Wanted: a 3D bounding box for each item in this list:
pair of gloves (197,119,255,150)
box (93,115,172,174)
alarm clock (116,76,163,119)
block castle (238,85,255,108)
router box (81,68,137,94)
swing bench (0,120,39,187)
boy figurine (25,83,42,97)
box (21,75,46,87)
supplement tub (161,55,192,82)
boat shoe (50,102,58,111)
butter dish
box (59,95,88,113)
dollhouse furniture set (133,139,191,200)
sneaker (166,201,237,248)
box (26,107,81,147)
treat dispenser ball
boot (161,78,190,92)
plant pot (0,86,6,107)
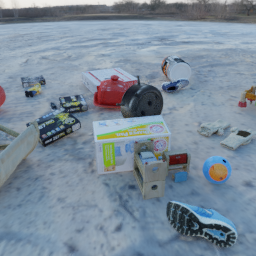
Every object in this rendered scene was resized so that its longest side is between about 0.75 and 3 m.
[{"bbox_3d":[3.851,0.133,11.027,1.648,0.340,1.939,-17,31,-30],"label":"pair of gloves"},{"bbox_3d":[0.104,0.510,9.066,2.361,1.328,1.196,-5,33,-8],"label":"box"},{"bbox_3d":[0.677,-0.667,9.990,0.753,2.263,1.526,29,81,47],"label":"alarm clock"},{"bbox_3d":[6.355,-1.173,12.914,2.102,0.986,1.405,22,38,40],"label":"block castle"},{"bbox_3d":[-1.103,-2.701,16.160,2.482,0.675,2.765,-12,29,-22],"label":"router box"},{"bbox_3d":[-4.313,0.844,8.313,2.557,1.659,2.543,9,28,7],"label":"swing bench"},{"bbox_3d":[-5.050,-2.053,15.219,0.806,0.418,1.297,3,29,11],"label":"boy figurine"},{"bbox_3d":[-5.699,-2.825,16.802,1.323,0.320,1.048,-12,29,-22],"label":"box"},{"bbox_3d":[2.884,-3.646,17.235,1.408,1.408,2.297,-4,26,-8],"label":"supplement tub"},{"bbox_3d":[-3.536,-1.021,13.341,0.289,0.273,0.804,-14,30,-25],"label":"boat shoe"},{"bbox_3d":[-0.679,-1.864,13.598,1.935,1.430,1.930,2,27,-6],"label":"butter dish"},{"bbox_3d":[-2.646,-1.162,13.506,1.190,0.362,1.476,-8,27,-16],"label":"box"},{"bbox_3d":[1.137,1.092,8.162,1.730,1.213,1.220,-6,29,-12],"label":"dollhouse furniture set"},{"bbox_3d":[1.755,2.246,6.792,1.745,0.684,0.785,20,15,25],"label":"sneaker"},{"bbox_3d":[-2.895,-0.075,10.968,1.674,0.411,1.349,-30,45,-30],"label":"box"},{"bbox_3d":[2.643,1.246,8.336,0.826,0.826,0.826,0,27,0],"label":"treat dispenser ball"},{"bbox_3d":[2.739,-2.310,15.522,1.693,0.616,0.765,-15,26,-9],"label":"boot"},{"bbox_3d":[-6.450,-1.191,12.519,1.570,1.570,1.389,-3,38,-5],"label":"plant pot"}]
